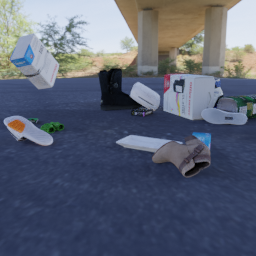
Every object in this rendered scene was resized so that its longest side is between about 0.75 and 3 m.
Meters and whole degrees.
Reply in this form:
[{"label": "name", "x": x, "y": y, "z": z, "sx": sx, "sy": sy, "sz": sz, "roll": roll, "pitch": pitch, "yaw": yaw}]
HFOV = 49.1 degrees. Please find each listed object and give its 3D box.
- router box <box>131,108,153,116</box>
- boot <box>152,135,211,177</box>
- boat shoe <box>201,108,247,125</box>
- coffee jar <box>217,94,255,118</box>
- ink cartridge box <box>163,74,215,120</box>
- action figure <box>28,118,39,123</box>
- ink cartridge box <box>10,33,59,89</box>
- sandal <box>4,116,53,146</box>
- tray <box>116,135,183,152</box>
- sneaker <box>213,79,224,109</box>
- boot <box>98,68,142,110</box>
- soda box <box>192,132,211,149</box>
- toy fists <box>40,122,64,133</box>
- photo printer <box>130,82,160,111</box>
[{"label": "router box", "x": 0.747, "y": -0.838, "z": 14.684, "sx": 0.778, "sy": 0.266, "sz": 1.044, "roll": 8, "pitch": 15, "yaw": 30}, {"label": "boot", "x": 1.323, "y": 0.796, "z": 7.024, "sx": 1.488, "sy": 0.523, "sz": 1.088, "roll": -33, "pitch": 34, "yaw": 18}, {"label": "boat shoe", "x": 4.299, "y": -0.530, "z": 12.583, "sx": 1.947, "sy": 0.681, "sz": 0.645, "roll": 4, "pitch": 8, "yaw": 13}, {"label": "coffee jar", "x": 5.741, "y": -1.039, "z": 13.661, "sx": 2.613, "sy": 1.115, "sz": 1.362, "roll": -7, "pitch": 13, "yaw": -27}, {"label": "ink cartridge box", "x": 3.018, "y": -1.684, "z": 14.359, "sx": 1.171, "sy": 2.061, "sz": 2.828, "roll": -5, "pitch": 14, "yaw": -21}, {"label": "action figure", "x": -4.261, "y": -0.332, "z": 12.587, "sx": 0.538, "sy": 0.249, "sz": 0.910, "roll": -1, "pitch": 6, "yaw": 3}, {"label": "ink cartridge box", "x": -3.133, "y": -2.231, "z": 9.586, "sx": 0.648, "sy": 1.122, "sz": 1.537, "roll": -6, "pitch": -34, "yaw": 20}, {"label": "sandal", "x": -3.488, "y": 0.240, "z": 9.631, "sx": 2.064, "sy": 0.592, "sz": 0.791, "roll": 29, "pitch": 30, "yaw": 21}, {"label": "tray", "x": 0.673, "y": 0.539, "z": 8.942, "sx": 1.919, "sy": 0.213, "sz": 1.030, "roll": 7, "pitch": 14, "yaw": 29}, {"label": "sneaker", "x": 4.387, "y": -1.577, "z": 16.253, "sx": 2.640, "sy": 1.525, "sz": 1.067, "roll": -27, "pitch": -2, "yaw": 33}, {"label": "boot", "x": -0.386, "y": -2.293, "z": 16.347, "sx": 2.799, "sy": 2.352, "sz": 1.069, "roll": -6, "pitch": 14, "yaw": -27}, {"label": "soda box", "x": 2.059, "y": 0.576, "z": 8.077, "sx": 0.560, "sy": 0.529, "sz": 1.650, "roll": 4, "pitch": 13, "yaw": 18}, {"label": "toy fists", "x": -3.032, "y": -0.036, "z": 11.130, "sx": 0.504, "sy": 0.340, "sz": 0.989, "roll": 7, "pitch": 16, "yaw": 29}, {"label": "photo printer", "x": 1.021, "y": -1.846, "z": 16.407, "sx": 1.818, "sy": 0.759, "sz": 2.186, "roll": 31, "pitch": 19, "yaw": -6}]
